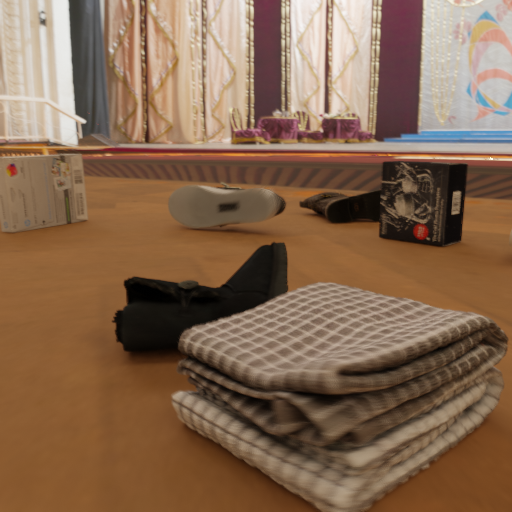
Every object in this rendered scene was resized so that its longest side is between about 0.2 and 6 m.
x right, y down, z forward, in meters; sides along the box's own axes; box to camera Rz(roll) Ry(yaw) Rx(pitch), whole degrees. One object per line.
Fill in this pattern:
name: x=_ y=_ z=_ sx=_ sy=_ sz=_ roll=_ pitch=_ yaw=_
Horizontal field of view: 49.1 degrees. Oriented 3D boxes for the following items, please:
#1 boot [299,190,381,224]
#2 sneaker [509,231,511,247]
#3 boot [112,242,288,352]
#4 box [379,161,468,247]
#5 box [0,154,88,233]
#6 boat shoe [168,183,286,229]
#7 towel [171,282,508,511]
boot: x=2.168 y=-1.235 z=12.836 sx=2.060 sy=0.713 sz=1.794 roll=-5 pitch=14 yaw=-9
sneaker: x=4.837 y=-0.234 z=8.522 sx=1.427 sy=0.785 sz=1.949 roll=21 pitch=19 yaw=36
boot: x=-0.474 y=0.343 z=5.539 sx=1.570 sy=0.713 sz=1.868 roll=3 pitch=24 yaw=1
box: x=2.963 y=-0.972 z=10.034 sx=1.293 sy=1.420 sz=0.739 roll=11 pitch=16 yaw=44
box: x=-4.376 y=-1.330 z=11.525 sx=0.388 sy=1.470 sz=1.886 roll=5 pitch=14 yaw=32
boat shoe: x=-0.593 y=-1.033 z=11.260 sx=2.427 sy=0.896 sz=0.829 roll=-4 pitch=2 yaw=26
towel: x=0.558 y=0.733 z=3.829 sx=1.893 sy=0.810 sz=1.567 roll=-11 pitch=16 yaw=-40
